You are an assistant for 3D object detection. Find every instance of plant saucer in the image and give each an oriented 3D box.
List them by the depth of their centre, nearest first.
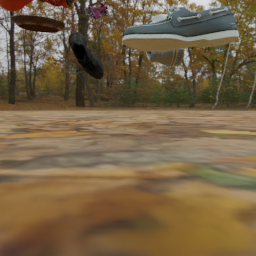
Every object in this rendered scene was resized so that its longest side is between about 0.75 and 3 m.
[{"bbox_3d":[-2.892,-3.356,9.132,1.655,0.265,1.655,3,9,0],"label":"plant saucer"}]

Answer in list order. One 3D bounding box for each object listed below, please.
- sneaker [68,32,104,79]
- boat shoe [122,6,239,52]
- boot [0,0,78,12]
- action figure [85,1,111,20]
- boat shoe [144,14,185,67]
[{"bbox_3d":[-1.304,-2.110,8.735,0.633,1.666,0.756,-29,39,13],"label":"sneaker"},{"bbox_3d":[1.108,-2.153,5.988,2.556,0.790,0.931,-6,1,-9],"label":"boat shoe"},{"bbox_3d":[-2.128,-3.464,6.929,2.850,1.528,1.069,-23,7,28],"label":"boot"},{"bbox_3d":[-1.053,-4.450,10.663,0.941,0.631,0.701,-32,31,-24],"label":"action figure"},{"bbox_3d":[0.720,-2.495,7.634,1.003,0.982,2.816,4,33,-11],"label":"boat shoe"}]
